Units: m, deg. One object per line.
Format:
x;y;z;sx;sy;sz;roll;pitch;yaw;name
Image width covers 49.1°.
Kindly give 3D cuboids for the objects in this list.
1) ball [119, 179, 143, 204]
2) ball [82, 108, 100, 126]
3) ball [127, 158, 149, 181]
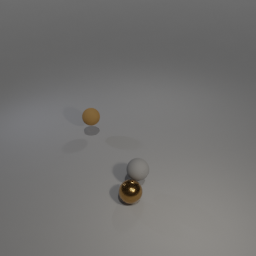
0.077;1.868;8.238;0.700;0.700;0.700;0;31;0;ball
-1.454;-0.444;11.024;0.700;0.700;0.700;0;31;0;ball
0.305;1.270;8.614;0.700;0.700;0.700;0;31;0;ball
